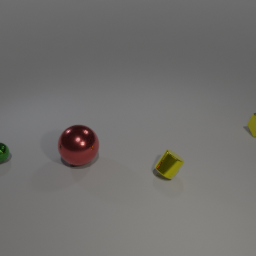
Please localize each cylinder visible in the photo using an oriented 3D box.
[{"bbox_3d":[1.338,1.159,9.019,0.700,0.700,0.700,32,12,-8],"label":"cylinder"}]

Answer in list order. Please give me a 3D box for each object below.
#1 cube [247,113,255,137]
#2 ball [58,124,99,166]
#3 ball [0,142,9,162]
[{"bbox_3d":[5.355,-0.135,11.233,0.700,0.700,0.700,-3,50,-6],"label":"cube"},{"bbox_3d":[-1.683,0.579,9.560,1.400,1.400,1.400,0,31,0],"label":"ball"},{"bbox_3d":[-4.505,0.845,9.742,0.700,0.700,0.700,0,31,0],"label":"ball"}]
